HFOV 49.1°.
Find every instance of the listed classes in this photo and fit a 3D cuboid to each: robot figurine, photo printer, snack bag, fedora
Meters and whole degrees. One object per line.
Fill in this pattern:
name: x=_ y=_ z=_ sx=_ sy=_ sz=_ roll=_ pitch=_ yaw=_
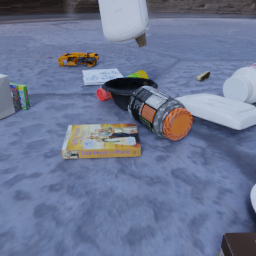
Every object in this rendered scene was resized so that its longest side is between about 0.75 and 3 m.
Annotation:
robot figurine: x=-2.776 y=-3.943 z=16.090 sx=2.266 sy=0.660 sz=1.643 roll=2 pitch=27 yaw=5
photo printer: x=-0.163 y=-3.982 z=9.450 sx=1.674 sy=2.013 sz=0.699 roll=-5 pitch=5 yaw=31
snack bag: x=-1.279 y=-2.550 z=13.878 sx=1.967 sy=0.223 sz=2.086 roll=-6 pitch=29 yaw=-13
fedora: x=0.067 y=-1.224 z=10.470 sx=2.145 sy=0.979 sz=2.145 roll=-3 pitch=24 yaw=1

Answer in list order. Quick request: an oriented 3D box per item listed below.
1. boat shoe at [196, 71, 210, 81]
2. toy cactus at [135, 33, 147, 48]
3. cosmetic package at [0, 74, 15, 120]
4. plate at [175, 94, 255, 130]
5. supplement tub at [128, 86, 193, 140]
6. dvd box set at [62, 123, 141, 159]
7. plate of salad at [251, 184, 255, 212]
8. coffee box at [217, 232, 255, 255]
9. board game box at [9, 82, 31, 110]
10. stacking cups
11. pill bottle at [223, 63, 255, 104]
boat shoe: x=3.728 y=-2.599 z=13.800 sx=0.321 sy=0.375 sz=1.024 roll=26 pitch=37 yaw=35
toy cactus: x=0.238 y=-4.048 z=11.094 sx=1.076 sy=1.737 sz=2.105 roll=-18 pitch=16 yaw=9
cosmetic package: x=-5.139 y=-0.775 z=9.103 sx=1.071 sy=1.490 sz=2.640 roll=15 pitch=29 yaw=25
plate: x=3.077 y=-0.711 z=9.554 sx=2.671 sy=0.433 sz=2.677 roll=25 pitch=25 yaw=38
supplement tub: x=0.981 y=-0.472 z=8.774 sx=1.232 sy=1.232 sz=2.010 roll=-15 pitch=32 yaw=-27
dvd box set: x=-0.747 y=0.337 z=8.186 sx=2.142 sy=0.315 sz=1.567 roll=-1 pitch=26 yaw=-3
plate of salad: x=3.346 y=1.743 z=5.298 sx=2.086 sy=0.501 sz=2.086 roll=9 pitch=31 yaw=-5
coffee box: x=2.129 y=2.607 z=2.858 sx=1.695 sy=1.181 sz=2.964 roll=-1 pitch=27 yaw=-1
board game box: x=-4.336 y=-1.239 z=10.582 sx=1.369 sy=0.921 sz=0.199 roll=12 pitch=30 yaw=23
stacking cups: x=-0.243 y=-1.833 z=11.872 sx=0.777 sy=0.777 sz=2.568 roll=24 pitch=36 yaw=39
pill bottle: x=4.955 y=-1.781 z=11.019 sx=2.565 sy=1.440 sz=1.440 roll=-22 pitch=35 yaw=-32
